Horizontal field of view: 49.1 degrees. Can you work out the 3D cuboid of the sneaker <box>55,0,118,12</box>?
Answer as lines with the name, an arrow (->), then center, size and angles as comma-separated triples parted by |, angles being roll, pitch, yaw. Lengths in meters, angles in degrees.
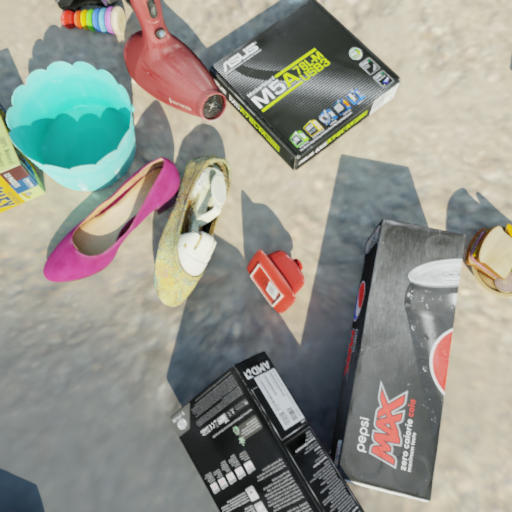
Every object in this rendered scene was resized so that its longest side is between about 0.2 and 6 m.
sneaker -> -2.670, -5.245, 10.648 | 2.417, 0.915, 1.058 | -15, 83, 2

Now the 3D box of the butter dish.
butter dish -> 0.417, 0.289, 8.706 | 0.712, 0.963, 0.961 | -31, 80, -23

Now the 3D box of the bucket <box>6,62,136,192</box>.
bucket -> -2.905, -2.055, 9.194 | 1.953, 1.271, 1.953 | 1, 77, -3

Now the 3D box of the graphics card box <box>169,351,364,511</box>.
graphics card box -> 0.155, 2.930, 7.391 | 0.728, 1.795, 2.861 | -16, 66, -49

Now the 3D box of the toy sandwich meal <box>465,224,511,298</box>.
toy sandwich meal -> 3.972, 0.052, 8.883 | 1.273, 0.436, 1.273 | 1, 84, -8

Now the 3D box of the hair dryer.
hair dryer -> -1.819, -3.695, 8.883 | 1.059, 2.968, 3.897 | -38, 94, -7

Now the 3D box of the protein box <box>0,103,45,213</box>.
protein box -> -4.687, -1.554, 9.186 | 1.646, 1.110, 1.634 | -26, 74, -8

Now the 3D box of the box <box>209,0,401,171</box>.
box -> 0.851, -3.108, 9.983 | 2.482, 0.590, 2.397 | -37, 77, -11

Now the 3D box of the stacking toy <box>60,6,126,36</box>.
stacking toy -> -3.090, -4.436, 10.510 | 1.192, 0.509, 0.509 | 6, 72, 8

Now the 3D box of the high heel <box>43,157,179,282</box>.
high heel -> -2.351, -0.608, 8.792 | 2.649, 1.273, 0.893 | -42, 76, -12

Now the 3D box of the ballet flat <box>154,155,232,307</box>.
ballet flat -> -0.942, -0.472, 8.890 | 0.920, 0.920, 2.601 | 11, 69, 4

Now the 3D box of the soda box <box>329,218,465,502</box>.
soda box -> 2.034, 1.436, 8.167 | 1.328, 1.188, 3.753 | 12, 73, 4
